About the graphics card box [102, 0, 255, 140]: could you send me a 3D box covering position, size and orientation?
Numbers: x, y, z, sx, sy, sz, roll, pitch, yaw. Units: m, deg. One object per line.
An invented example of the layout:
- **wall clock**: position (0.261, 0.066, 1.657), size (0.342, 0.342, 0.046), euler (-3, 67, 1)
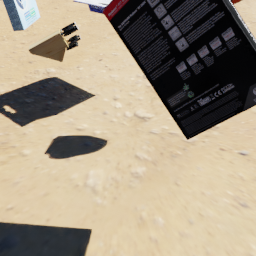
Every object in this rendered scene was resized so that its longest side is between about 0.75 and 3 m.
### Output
- **graphics card box**: position (0.889, -1.205, 4.083), size (2.431, 1.525, 0.618), euler (56, 35, 0)

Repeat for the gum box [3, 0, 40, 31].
- **gum box**: position (-2.951, -3.569, 7.529), size (0.340, 1.528, 1.298), euler (-3, 36, 8)

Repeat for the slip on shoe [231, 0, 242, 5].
- **slip on shoe**: position (2.475, -3.326, 6.355), size (2.536, 0.939, 0.776), euler (-32, 13, 13)

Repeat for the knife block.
- **knife block**: position (-1.790, -2.228, 6.976), size (1.162, 1.020, 0.372), euler (11, 27, -21)

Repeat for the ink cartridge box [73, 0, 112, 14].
- **ink cartridge box**: position (-0.039, -3.789, 8.748), size (2.360, 0.561, 2.388), euler (28, 47, 34)
